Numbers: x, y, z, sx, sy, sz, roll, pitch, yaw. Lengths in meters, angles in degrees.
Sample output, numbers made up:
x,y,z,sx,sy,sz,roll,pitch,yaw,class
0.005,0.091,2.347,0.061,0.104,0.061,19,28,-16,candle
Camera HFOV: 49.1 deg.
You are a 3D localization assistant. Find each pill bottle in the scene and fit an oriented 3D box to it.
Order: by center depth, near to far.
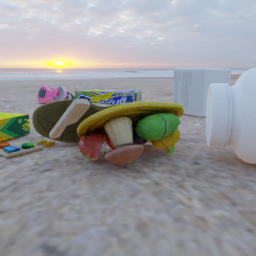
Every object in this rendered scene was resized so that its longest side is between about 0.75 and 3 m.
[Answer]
x,y,z,sx,sy,sz,roll,pitch,yaw,class
2.914,-0.188,4.777,2.978,1.675,1.675,2,12,10,pill bottle

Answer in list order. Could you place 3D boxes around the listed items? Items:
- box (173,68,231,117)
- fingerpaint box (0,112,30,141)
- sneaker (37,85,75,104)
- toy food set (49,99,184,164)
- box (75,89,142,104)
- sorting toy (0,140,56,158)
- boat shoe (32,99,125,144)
x,y,z,sx,sy,sz,roll,pitch,yaw,class
2.711,-1.375,10.358,1.674,1.666,1.434,-9,15,-37,box
-3.371,-0.036,6.783,1.469,0.539,1.225,4,12,22,fingerpaint box
-3.401,-1.468,13.324,2.345,0.926,1.118,13,-2,41,sneaker
0.007,0.227,5.055,2.699,0.882,1.588,-2,-21,-40,toy food set
-0.766,-1.081,11.047,2.536,0.815,0.888,3,12,17,box
-2.180,0.353,5.880,0.865,0.155,1.161,10,15,39,sorting toy
-0.879,-0.140,6.597,2.735,1.001,0.886,0,-3,-29,boat shoe
